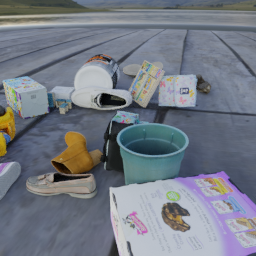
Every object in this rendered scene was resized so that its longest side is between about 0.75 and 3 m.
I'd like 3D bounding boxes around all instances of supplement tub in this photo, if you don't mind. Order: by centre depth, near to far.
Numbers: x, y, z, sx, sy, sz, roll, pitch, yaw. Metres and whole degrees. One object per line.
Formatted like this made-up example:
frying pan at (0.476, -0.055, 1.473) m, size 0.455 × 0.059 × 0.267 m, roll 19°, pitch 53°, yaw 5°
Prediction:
supplement tub at (-1.373, -2.494, 13.528) m, size 1.837 × 1.837 × 2.998 m, roll 2°, pitch 25°, yaw 4°

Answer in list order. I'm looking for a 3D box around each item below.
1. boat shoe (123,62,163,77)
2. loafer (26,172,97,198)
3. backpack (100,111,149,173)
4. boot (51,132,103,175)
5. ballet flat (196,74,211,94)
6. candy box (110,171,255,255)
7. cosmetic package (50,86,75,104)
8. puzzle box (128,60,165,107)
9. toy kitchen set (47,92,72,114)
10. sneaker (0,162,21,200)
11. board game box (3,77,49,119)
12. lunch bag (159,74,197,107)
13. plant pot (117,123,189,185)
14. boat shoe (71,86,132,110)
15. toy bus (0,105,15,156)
boat shoe at (0.903, -3.393, 16.875) m, size 2.529 × 0.721 × 0.846 m, roll -11°, pitch 66°, yaw -14°
loafer at (-1.691, 1.334, 7.102) m, size 1.859 × 0.585 × 0.668 m, roll 4°, pitch 26°, yaw 8°
backpack at (-0.048, 0.321, 8.090) m, size 1.336 × 1.575 × 1.774 m, roll 7°, pitch 17°, yaw -4°
boot at (-1.730, 0.727, 8.256) m, size 1.833 × 0.645 × 1.312 m, roll 28°, pitch 34°, yaw 36°
ballet flat at (3.802, -2.275, 14.665) m, size 0.805 × 0.554 × 2.388 m, roll -39°, pitch 20°, yaw 9°
candy box at (1.146, 1.980, 5.340) m, size 2.692 × 0.963 × 2.258 m, roll -5°, pitch 26°, yaw -12°
cosmetic package at (-2.996, -1.502, 12.933) m, size 0.941 × 0.579 × 0.938 m, roll 4°, pitch 26°, yaw 8°
puzzle box at (0.736, -1.907, 12.103) m, size 0.223 × 1.753 × 1.166 m, roll 10°, pitch 23°, yaw -50°
toy kitchen set at (-3.069, -1.082, 11.993) m, size 1.109 × 0.653 × 0.888 m, roll 5°, pitch 27°, yaw 11°
sneaker at (-3.545, 1.413, 7.052) m, size 0.964 × 0.613 × 1.690 m, roll -2°, pitch 18°, yaw 10°
board game box at (-4.390, -1.356, 12.006) m, size 1.143 × 1.123 × 2.179 m, roll -18°, pitch 31°, yaw -33°
lunch bag at (2.100, -1.560, 11.731) m, size 1.561 × 1.324 × 0.993 m, roll 7°, pitch 12°, yaw 38°
plant pot at (0.567, 0.935, 6.766) m, size 1.637 × 1.603 × 1.637 m, roll 0°, pitch 27°, yaw 0°
boat shoe at (-1.191, -1.195, 11.807) m, size 2.691 × 0.968 × 0.884 m, roll 8°, pitch 19°, yaw 10°
toy bus at (-4.312, 0.349, 8.490) m, size 2.006 × 1.361 × 1.926 m, roll -14°, pitch 42°, yaw -31°
